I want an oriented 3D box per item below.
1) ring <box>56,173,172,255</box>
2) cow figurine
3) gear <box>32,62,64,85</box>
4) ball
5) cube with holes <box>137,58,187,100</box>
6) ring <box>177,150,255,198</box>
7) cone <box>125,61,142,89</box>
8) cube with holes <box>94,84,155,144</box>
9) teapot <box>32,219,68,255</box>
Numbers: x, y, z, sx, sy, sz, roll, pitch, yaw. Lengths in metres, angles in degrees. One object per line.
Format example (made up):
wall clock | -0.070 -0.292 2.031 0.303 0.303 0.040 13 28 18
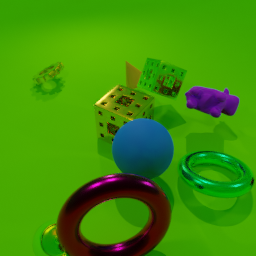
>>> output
ring | -0.217 1.711 5.048 2.099 2.099 0.420 -9 29 -10
cow figurine | 2.375 -0.776 7.968 1.552 0.852 1.527 17 16 8
gear | -2.919 -2.019 10.268 1.212 0.224 1.212 -21 30 13
ball | 0.336 0.484 6.372 1.398 1.398 1.398 0 41 0
cube with holes | 1.026 -1.515 8.614 0.945 0.945 0.945 14 11 -28
ring | 2.086 1.055 6.745 1.792 0.358 1.792 2 24 -1
cone | 0.124 -1.888 9.465 0.877 0.880 0.877 -25 24 12
cube with holes | -0.078 -0.282 7.947 1.207 1.207 1.207 23 46 24
teapot | -1.399 2.221 5.392 0.847 0.667 1.363 21 58 -13
